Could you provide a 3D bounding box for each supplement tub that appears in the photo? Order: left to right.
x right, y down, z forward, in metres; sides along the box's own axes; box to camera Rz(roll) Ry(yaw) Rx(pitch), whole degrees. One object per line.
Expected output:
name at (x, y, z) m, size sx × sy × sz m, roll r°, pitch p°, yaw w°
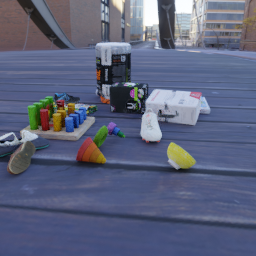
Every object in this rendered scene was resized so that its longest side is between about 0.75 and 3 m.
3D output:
supplement tub at (-0.737, -2.842, 14.473) m, size 1.805 × 2.947 × 1.805 m, roll 0°, pitch 20°, yaw 0°

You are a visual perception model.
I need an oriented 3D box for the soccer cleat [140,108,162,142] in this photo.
soccer cleat at (0.790, -0.118, 10.170) m, size 0.716 × 0.802 × 2.067 m, roll -1°, pitch 21°, yaw -2°

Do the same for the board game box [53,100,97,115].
board game box at (-2.871, -0.966, 13.269) m, size 2.556 × 0.300 × 1.339 m, roll 11°, pitch 25°, yaw 28°

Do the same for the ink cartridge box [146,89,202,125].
ink cartridge box at (1.970, -0.936, 11.997) m, size 2.094 × 0.868 × 1.537 m, roll 7°, pitch 32°, yaw 20°

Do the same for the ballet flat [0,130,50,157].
ballet flat at (-3.445, 0.438, 8.854) m, size 1.929 × 0.705 × 0.705 m, roll -12°, pitch 23°, yaw -30°

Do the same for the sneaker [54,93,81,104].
sneaker at (-2.904, -1.429, 13.397) m, size 1.258 × 0.515 × 0.461 m, roll -4°, pitch 20°, yaw -13°

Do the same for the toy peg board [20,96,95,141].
toy peg board at (-2.643, -0.473, 10.750) m, size 2.182 × 1.072 × 2.191 m, roll 3°, pitch 21°, yaw 10°

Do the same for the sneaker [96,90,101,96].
sneaker at (-1.033, -2.065, 15.902) m, size 1.510 × 0.529 × 0.819 m, roll -14°, pitch 22°, yaw -41°

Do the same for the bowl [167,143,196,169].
bowl at (1.396, 0.862, 7.806) m, size 0.477 × 0.886 × 0.886 m, roll -49°, pitch 34°, yaw -6°

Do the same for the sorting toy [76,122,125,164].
sorting toy at (-0.699, 0.515, 8.886) m, size 0.812 × 0.817 × 2.357 m, roll 30°, pitch 29°, yaw 10°

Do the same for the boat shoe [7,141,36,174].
boat shoe at (-3.097, 0.897, 8.006) m, size 0.470 × 0.501 × 1.392 m, roll -30°, pitch 23°, yaw 16°

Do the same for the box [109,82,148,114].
box at (0.059, -1.416, 13.069) m, size 1.677 × 1.245 × 1.042 m, roll 4°, pitch 20°, yaw 11°

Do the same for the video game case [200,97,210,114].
video game case at (2.821, -1.201, 13.915) m, size 2.164 × 0.262 × 2.377 m, roll 3°, pitch 20°, yaw 8°
